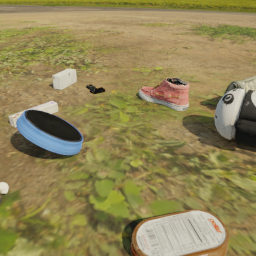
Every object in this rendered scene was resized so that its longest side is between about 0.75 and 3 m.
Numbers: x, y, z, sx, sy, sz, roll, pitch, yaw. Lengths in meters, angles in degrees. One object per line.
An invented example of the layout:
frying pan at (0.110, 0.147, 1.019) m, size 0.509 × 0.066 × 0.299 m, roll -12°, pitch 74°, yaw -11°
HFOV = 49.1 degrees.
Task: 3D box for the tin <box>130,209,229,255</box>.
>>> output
tin at (1.094, 2.320, 5.850) m, size 2.106 × 0.441 × 1.179 m, roll -7°, pitch 34°, yaw -13°

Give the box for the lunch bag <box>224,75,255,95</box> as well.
lunch bag at (4.779, -1.374, 11.433) m, size 1.697 × 1.424 × 1.183 m, roll -18°, pitch 37°, yaw -27°

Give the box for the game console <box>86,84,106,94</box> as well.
game console at (-1.670, -1.963, 13.935) m, size 0.676 × 0.138 × 1.146 m, roll -18°, pitch 35°, yaw -30°

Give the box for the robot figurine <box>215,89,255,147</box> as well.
robot figurine at (4.330, -0.289, 9.047) m, size 2.925 × 2.198 × 1.825 m, roll 15°, pitch 76°, yaw 25°

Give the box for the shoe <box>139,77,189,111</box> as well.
shoe at (1.568, -1.702, 12.346) m, size 2.609 × 1.187 × 0.932 m, roll 25°, pitch 38°, yaw 38°

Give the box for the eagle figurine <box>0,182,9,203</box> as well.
eagle figurine at (-3.405, 1.699, 6.844) m, size 0.658 × 0.655 × 0.868 m, roll 15°, pitch 20°, yaw 6°

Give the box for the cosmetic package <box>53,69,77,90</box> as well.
cosmetic package at (-3.229, -2.525, 14.367) m, size 0.516 × 0.708 × 1.393 m, roll 11°, pitch 31°, yaw 20°

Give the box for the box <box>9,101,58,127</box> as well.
box at (-3.706, -0.573, 11.119) m, size 0.382 × 0.409 × 1.973 m, roll 24°, pitch 37°, yaw 36°

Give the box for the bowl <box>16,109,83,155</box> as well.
bowl at (-2.384, 0.077, 8.798) m, size 2.142 × 0.420 × 2.142 m, roll 28°, pitch 13°, yaw -7°
